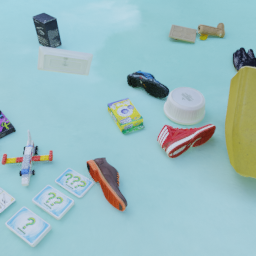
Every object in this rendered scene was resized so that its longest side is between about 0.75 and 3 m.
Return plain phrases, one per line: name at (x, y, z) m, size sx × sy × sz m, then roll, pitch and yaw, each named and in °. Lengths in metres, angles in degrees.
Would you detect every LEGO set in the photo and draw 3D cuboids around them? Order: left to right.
LEGO set at (-2.713, 1.312, 7.355) m, size 2.971 × 0.729 × 2.219 m, roll 26°, pitch 47°, yaw 24°

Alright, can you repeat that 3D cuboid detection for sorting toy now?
sorting toy at (2.911, -4.448, 13.457) m, size 1.825 × 0.244 × 1.360 m, roll 14°, pitch 46°, yaw 5°

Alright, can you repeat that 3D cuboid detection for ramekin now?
ramekin at (1.938, -0.801, 9.435) m, size 1.419 × 0.661 × 1.419 m, roll 1°, pitch 44°, yaw -1°

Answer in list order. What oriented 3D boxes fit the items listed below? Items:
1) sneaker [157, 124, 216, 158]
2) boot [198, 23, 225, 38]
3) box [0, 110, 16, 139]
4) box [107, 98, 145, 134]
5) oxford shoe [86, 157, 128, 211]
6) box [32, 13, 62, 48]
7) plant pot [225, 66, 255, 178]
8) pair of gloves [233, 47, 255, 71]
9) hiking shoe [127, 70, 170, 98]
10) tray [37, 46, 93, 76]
sneaker at (1.713, 0.100, 8.547) m, size 1.829 × 0.716 × 1.056 m, roll -22°, pitch 50°, yaw -22°
boot at (4.016, -4.858, 13.581) m, size 1.263 × 0.418 × 1.106 m, roll 9°, pitch 45°, yaw -3°
box at (-4.393, -0.108, 9.069) m, size 0.962 × 0.243 × 1.345 m, roll -32°, pitch 52°, yaw -28°
box at (-0.068, -0.401, 9.306) m, size 0.819 × 0.337 × 1.395 m, roll -19°, pitch 49°, yaw -17°
oxford shoe at (-0.435, 1.372, 7.331) m, size 0.648 × 0.636 × 1.788 m, roll -20°, pitch 48°, yaw -26°
box at (-3.618, -4.348, 12.573) m, size 0.955 × 1.291 × 0.673 m, roll 34°, pitch 54°, yaw 29°
plant pot at (3.728, 0.061, 7.124) m, size 2.466 × 2.523 × 2.450 m, roll 12°, pitch 5°, yaw 13°
pair of gloves at (5.713, -2.600, 11.526) m, size 2.661 × 0.329 × 2.370 m, roll 1°, pitch 46°, yaw 5°
hiking shoe at (0.837, -1.726, 10.380) m, size 1.818 × 0.676 × 0.788 m, roll 30°, pitch 53°, yaw 26°
tray at (-1.747, -1.808, 7.806) m, size 1.456 × 0.782 × 0.162 m, roll 3°, pitch 47°, yaw -19°
